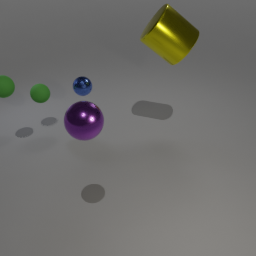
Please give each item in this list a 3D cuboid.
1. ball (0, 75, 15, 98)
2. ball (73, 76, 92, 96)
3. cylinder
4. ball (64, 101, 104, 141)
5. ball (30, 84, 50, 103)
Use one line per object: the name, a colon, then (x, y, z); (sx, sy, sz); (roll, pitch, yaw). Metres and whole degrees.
ball: (-3.872, -1.280, 8.648); (0.700, 0.700, 0.700); (0, 31, 0)
ball: (-1.630, -1.497, 10.041); (0.700, 0.700, 0.700); (0, 31, 0)
cylinder: (1.341, -3.014, 9.125); (1.400, 1.400, 1.400); (34, 27, -17)
ball: (-0.770, -0.127, 4.917); (0.700, 0.700, 0.700); (0, 31, 0)
ball: (-3.168, -1.248, 10.112); (0.700, 0.700, 0.700); (0, 31, 0)
